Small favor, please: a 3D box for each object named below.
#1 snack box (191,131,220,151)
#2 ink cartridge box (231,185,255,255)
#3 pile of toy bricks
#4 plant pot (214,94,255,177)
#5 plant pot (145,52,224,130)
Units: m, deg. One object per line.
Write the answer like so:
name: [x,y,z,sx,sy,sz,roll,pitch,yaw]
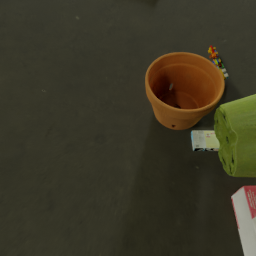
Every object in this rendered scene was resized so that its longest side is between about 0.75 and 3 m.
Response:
snack box: [2.293,0.355,7.833,0.982,0.182,0.571,0,59,0]
ink cartridge box: [3.691,2.127,6.328,2.153,0.913,1.568,-1,59,-3]
pile of toy bricks: [2.770,-1.994,9.121,0.594,0.668,1.203,-23,75,18]
plant pot: [3.611,0.139,6.659,2.707,2.851,2.851,-9,59,5]
plant pot: [1.466,-0.892,7.865,2.042,1.430,2.042,0,58,-1]
